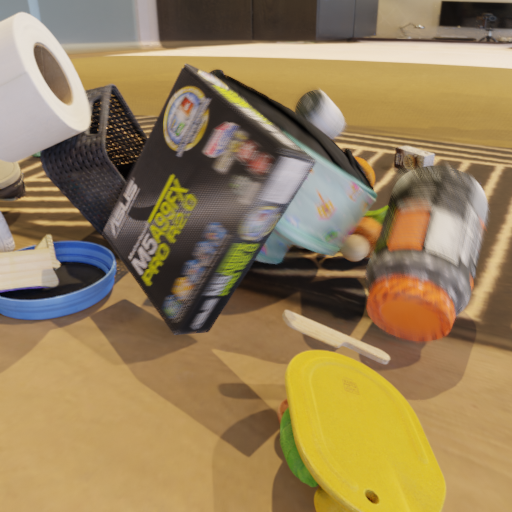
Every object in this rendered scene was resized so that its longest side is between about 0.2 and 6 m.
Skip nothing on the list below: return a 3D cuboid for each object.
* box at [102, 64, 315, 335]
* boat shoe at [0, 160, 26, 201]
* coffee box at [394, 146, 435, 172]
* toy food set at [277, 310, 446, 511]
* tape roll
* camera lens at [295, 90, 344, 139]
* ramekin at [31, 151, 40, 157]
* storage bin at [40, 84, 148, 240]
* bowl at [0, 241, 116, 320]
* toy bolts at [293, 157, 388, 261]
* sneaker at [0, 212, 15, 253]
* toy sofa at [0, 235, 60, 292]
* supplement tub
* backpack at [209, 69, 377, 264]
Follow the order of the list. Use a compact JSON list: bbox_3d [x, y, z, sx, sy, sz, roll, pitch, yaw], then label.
[{"bbox_3d":[-0.818,-0.745,7.636,0.640,2.892,2.316,4,35,-50],"label":"box"},{"bbox_3d":[-6.272,-1.050,11.564,3.051,0.957,1.109,-25,61,-16],"label":"boat shoe"},{"bbox_3d":[4.124,-2.488,14.665,0.401,0.567,1.004,-16,30,-29],"label":"coffee box"},{"bbox_3d":[0.869,1.844,5.795,1.569,0.871,2.667,21,25,-13],"label":"toy food set"},{"bbox_3d":[-3.519,-2.464,8.337,1.258,1.832,1.832,-21,24,10],"label":"tape roll"},{"bbox_3d":[1.187,-2.643,10.524,0.676,0.676,0.845,27,-2,43],"label":"camera lens"},{"bbox_3d":[-6.138,-3.174,16.141,0.915,0.447,0.915,-2,25,1],"label":"ramekin"},{"bbox_3d":[-2.679,-1.627,10.224,1.177,2.510,1.697,-10,59,11],"label":"storage bin"},{"bbox_3d":[-3.311,0.367,9.068,2.069,0.406,2.069,0,26,0],"label":"bowl"},{"bbox_3d":[1.400,-0.740,10.211,1.811,1.730,1.256,-2,33,47],"label":"toy bolts"},{"bbox_3d":[-5.412,-0.382,9.695,1.745,1.141,3.036,-27,25,-28],"label":"sneaker"},{"bbox_3d":[-3.994,0.236,8.566,1.773,0.865,0.734,-8,-10,-39],"label":"toy sofa"},{"bbox_3d":[2.398,-0.053,7.961,1.420,1.420,2.317,11,54,22],"label":"supplement tub"},{"bbox_3d":[0.254,-1.215,9.215,3.184,2.441,2.799,32,7,22],"label":"backpack"}]
